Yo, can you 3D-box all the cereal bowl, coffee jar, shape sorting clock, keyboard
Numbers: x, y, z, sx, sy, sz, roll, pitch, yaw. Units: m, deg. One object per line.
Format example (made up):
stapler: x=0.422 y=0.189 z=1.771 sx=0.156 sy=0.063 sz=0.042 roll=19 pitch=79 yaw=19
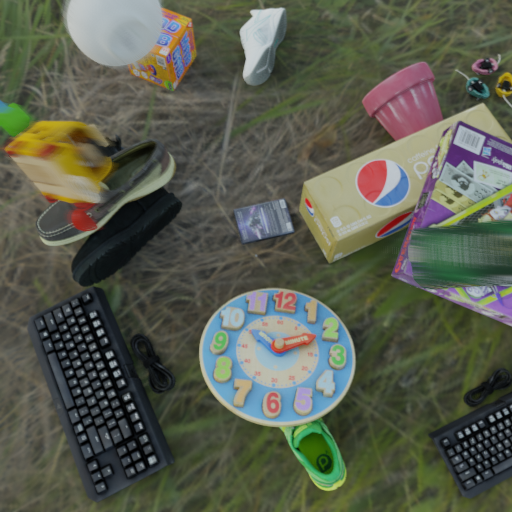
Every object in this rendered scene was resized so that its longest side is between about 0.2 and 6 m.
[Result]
cereal bowl: x=-2.250 y=-3.796 z=9.276 sx=1.567 sy=1.567 sz=0.653 roll=-27 pitch=62 yaw=-10
coffee jar: x=3.207 y=-0.023 z=7.676 sx=2.006 sy=1.046 sz=0.856 roll=-7 pitch=75 yaw=31
shape sorting clock: x=0.400 y=1.762 z=10.417 sx=2.896 sy=0.568 sz=2.896 roll=2 pitch=46 yaw=-2
keyboard: x=-2.765 y=2.369 z=10.599 sx=2.245 sy=0.480 sz=3.739 roll=-25 pitch=72 yaw=-9
keyboard: x=4.668 y=3.047 z=10.396 sx=2.904 sy=0.373 sz=1.744 roll=-23 pitch=71 yaw=-9

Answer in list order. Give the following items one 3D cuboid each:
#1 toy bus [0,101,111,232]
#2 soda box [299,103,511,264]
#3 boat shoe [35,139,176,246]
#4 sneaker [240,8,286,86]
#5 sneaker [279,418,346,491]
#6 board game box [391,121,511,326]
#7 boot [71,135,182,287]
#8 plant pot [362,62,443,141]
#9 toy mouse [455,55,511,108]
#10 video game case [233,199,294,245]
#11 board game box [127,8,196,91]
toy bus: x=-2.981 y=-1.586 z=9.027 sx=2.320 sy=2.189 sz=1.199 roll=38 pitch=66 yaw=4
soda box: x=3.104 y=-1.490 z=11.564 sx=4.254 sy=1.362 sz=1.441 roll=-25 pitch=71 yaw=-8
boat shoe: x=-2.976 y=-1.318 z=10.702 sx=2.984 sy=0.981 sz=1.066 roll=-32 pitch=63 yaw=-6
sneaker: x=0.022 y=-4.941 z=13.248 sx=0.923 sy=0.810 sz=2.303 roll=12 pitch=63 yaw=14
sneaker: x=0.839 y=3.012 z=10.030 sx=0.878 sy=0.991 sz=2.370 roll=-33 pitch=67 yaw=-13
board game box: x=5.466 y=-0.090 z=10.549 sx=5.182 sy=0.837 sz=3.110 roll=23 pitch=78 yaw=-5
boot: x=-3.236 y=-1.040 z=11.553 sx=2.373 sy=1.072 sz=2.896 roll=41 pitch=67 yaw=12
plant pot: x=3.323 y=-3.181 z=12.222 sx=1.554 sy=1.554 sz=1.391 roll=-27 pitch=86 yaw=-10
toy mouse: x=5.305 y=-4.123 z=13.122 sx=1.376 sy=0.300 sz=1.548 roll=11 pitch=69 yaw=4
video game case: x=0.162 y=-0.736 z=11.952 sx=1.150 sy=0.109 sz=0.821 roll=-13 pitch=70 yaw=-4
board game box: x=-2.220 y=-4.799 z=12.897 sx=1.190 sy=1.191 sz=1.191 roll=24 pitch=71 yaw=9
